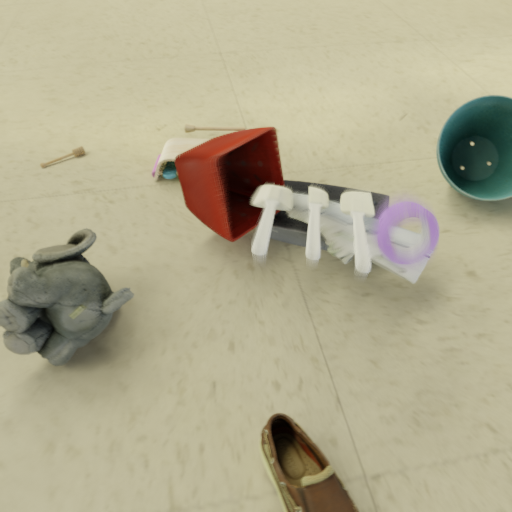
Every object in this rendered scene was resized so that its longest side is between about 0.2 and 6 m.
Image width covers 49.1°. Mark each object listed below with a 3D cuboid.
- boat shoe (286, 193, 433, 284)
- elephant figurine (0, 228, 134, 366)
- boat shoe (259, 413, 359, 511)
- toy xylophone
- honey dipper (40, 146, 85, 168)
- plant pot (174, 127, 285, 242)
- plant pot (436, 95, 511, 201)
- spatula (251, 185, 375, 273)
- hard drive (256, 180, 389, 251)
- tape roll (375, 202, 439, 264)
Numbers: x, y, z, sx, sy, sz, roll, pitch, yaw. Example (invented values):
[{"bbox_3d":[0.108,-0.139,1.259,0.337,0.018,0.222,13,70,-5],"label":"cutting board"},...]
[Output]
[{"bbox_3d":[1.659,-0.314,9.854,2.764,1.017,0.923,21,91,19],"label":"boat shoe"},{"bbox_3d":[-3.169,0.389,9.245,1.981,1.806,2.553,23,22,-17],"label":"elephant figurine"},{"bbox_3d":[0.710,2.948,6.854,0.866,0.867,2.345,-23,47,-23],"label":"boat shoe"},{"bbox_3d":[-1.037,-2.278,12.762,2.551,0.641,1.868,8,43,9],"label":"toy xylophone"},{"bbox_3d":[-4.555,-2.313,13.147,1.068,0.203,0.203,-27,49,-24],"label":"honey dipper"},{"bbox_3d":[-0.563,-1.431,10.411,1.427,1.620,1.618,17,40,40],"label":"plant pot"},{"bbox_3d":[4.798,-2.170,11.883,2.109,2.109,1.421,6,2,7],"label":"plant pot"},{"bbox_3d":[0.847,-0.527,8.600,1.977,0.228,2.843,9,29,3],"label":"spatula"},{"bbox_3d":[1.341,-0.789,11.213,2.482,0.525,1.674,9,43,10],"label":"hard drive"},{"bbox_3d":[2.145,-0.323,7.982,0.852,0.852,0.279,-6,21,-6],"label":"tape roll"}]
